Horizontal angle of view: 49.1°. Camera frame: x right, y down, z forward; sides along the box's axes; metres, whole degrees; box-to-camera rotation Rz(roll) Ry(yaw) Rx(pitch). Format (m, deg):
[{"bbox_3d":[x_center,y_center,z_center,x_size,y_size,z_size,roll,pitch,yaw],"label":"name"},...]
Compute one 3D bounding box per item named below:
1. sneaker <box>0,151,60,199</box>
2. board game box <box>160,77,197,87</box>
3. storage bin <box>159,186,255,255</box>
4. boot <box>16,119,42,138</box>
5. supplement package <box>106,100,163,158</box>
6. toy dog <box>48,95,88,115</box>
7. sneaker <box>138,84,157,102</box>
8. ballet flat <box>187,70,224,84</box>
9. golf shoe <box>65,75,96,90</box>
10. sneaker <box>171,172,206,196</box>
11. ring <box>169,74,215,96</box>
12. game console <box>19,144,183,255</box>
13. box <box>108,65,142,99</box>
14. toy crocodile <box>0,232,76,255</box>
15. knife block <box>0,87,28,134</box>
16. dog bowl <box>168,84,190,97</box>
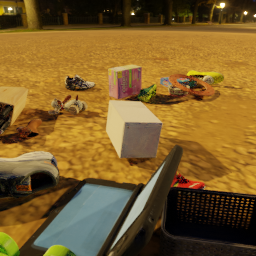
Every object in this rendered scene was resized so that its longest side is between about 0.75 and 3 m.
[{"bbox_3d":[-2.859,1.217,6.517,2.587,0.956,1.026,-12,31,-25],"label":"sneaker"},{"bbox_3d":[2.809,-2.577,15.661,1.631,0.367,1.241,-11,26,-22],"label":"board game box"},{"bbox_3d":[1.592,1.890,4.984,2.006,0.940,1.356,5,24,9],"label":"storage bin"},{"bbox_3d":[-3.322,0.026,9.822,0.772,0.381,0.994,22,32,40],"label":"boot"},{"bbox_3d":[0.108,-0.009,8.800,1.182,1.167,1.949,1,23,-17],"label":"supplement package"},{"bbox_3d":[-2.543,-1.081,11.796,1.633,0.786,1.077,2,24,5],"label":"toy dog"},{"bbox_3d":[0.950,-1.781,13.584,0.692,0.613,1.656,14,28,19],"label":"sneaker"},{"bbox_3d":[4.270,-2.781,15.885,2.262,0.756,0.758,19,52,42],"label":"ballet flat"},{"bbox_3d":[-2.541,-2.448,14.913,1.626,0.768,0.632,-2,23,-8],"label":"golf shoe"},{"bbox_3d":[1.208,1.270,6.645,1.215,0.516,0.468,1,14,27],"label":"sneaker"},{"bbox_3d":[3.212,-2.153,14.253,2.418,0.232,2.418,11,32,-7],"label":"ring"},{"bbox_3d":[-0.420,1.376,5.397,1.634,2.469,2.807,34,31,4],"label":"game console"},{"bbox_3d":[-0.125,-2.308,13.830,1.550,1.364,0.750,-18,30,-35],"label":"box"},{"bbox_3d":[-1.704,2.341,4.200,2.979,0.920,1.005,4,25,20],"label":"toy crocodile"},{"bbox_3d":[-4.565,-0.681,10.610,2.483,0.905,2.828,34,24,29],"label":"knife block"},{"bbox_3d":[2.536,-1.881,14.070,1.097,0.404,1.097,-1,24,0],"label":"dog bowl"}]
